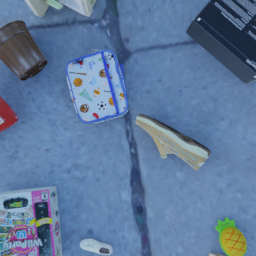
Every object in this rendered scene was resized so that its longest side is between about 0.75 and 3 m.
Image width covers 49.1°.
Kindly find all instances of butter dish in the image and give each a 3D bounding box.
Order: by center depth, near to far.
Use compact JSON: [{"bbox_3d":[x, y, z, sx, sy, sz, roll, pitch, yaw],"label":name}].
[{"bbox_3d":[-4.434,-0.694,8.076,1.878,1.392,1.883,-28,130,3],"label":"butter dish"}]

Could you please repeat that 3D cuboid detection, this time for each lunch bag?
[{"bbox_3d":[-0.847,-1.233,8.252,1.673,0.789,2.088,-14,89,4],"label":"lunch bag"}]

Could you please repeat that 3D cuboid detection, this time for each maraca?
[{"bbox_3d":[3.027,3.224,8.230,0.779,0.608,1.136,-15,66,-13],"label":"maraca"}]

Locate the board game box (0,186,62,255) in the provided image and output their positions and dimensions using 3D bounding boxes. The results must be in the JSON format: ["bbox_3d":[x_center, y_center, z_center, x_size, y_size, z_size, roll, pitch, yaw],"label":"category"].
[{"bbox_3d":[-2.858,2.896,8.176,1.588,0.692,2.152,-7,88,0],"label":"board game box"}]

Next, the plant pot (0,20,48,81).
[{"bbox_3d":[-3.142,-2.176,8.183,1.317,1.317,1.303,-37,97,-2],"label":"plant pot"}]

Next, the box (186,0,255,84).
[{"bbox_3d":[3.297,-2.818,8.279,2.518,0.993,1.777,42,85,1],"label":"box"}]

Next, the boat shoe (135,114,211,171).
[{"bbox_3d":[1.193,0.478,8.247,2.431,0.871,0.926,30,100,1],"label":"boat shoe"}]

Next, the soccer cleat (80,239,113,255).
[{"bbox_3d":[-0.945,3.526,8.289,1.000,0.388,0.347,11,87,1],"label":"soccer cleat"}]

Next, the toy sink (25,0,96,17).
[{"bbox_3d":[-1.546,-4.369,7.957,1.540,1.792,2.749,28,87,1],"label":"toy sink"}]

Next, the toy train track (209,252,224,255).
[{"bbox_3d":[3.747,4.198,8.237,2.727,0.444,1.564,13,87,1],"label":"toy train track"}]
